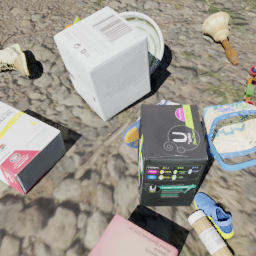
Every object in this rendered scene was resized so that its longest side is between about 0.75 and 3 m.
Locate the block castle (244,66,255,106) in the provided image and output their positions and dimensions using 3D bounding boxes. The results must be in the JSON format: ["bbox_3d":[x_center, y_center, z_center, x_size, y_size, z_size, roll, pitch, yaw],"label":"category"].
[{"bbox_3d":[5.050,-1.348,10.456,1.247,0.876,1.866,13,69,10],"label":"block castle"}]

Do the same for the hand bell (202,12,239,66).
[{"bbox_3d":[4.607,-4.003,13.181,1.393,1.393,2.676,-10,62,-8],"label":"hand bell"}]

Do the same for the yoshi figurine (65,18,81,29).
[{"bbox_3d":[-1.904,-4.104,13.223,1.507,1.513,2.692,14,21,-39],"label":"yoshi figurine"}]

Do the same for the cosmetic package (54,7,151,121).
[{"bbox_3d":[-0.773,-2.225,10.049,2.273,2.755,2.271,-35,59,-15],"label":"cosmetic package"}]

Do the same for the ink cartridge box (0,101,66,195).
[{"bbox_3d":[-3.727,0.529,8.957,2.713,1.131,1.969,24,53,20],"label":"ink cartridge box"}]

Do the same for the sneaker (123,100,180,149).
[{"bbox_3d":[0.750,-0.174,9.890,2.571,0.968,1.133,-28,38,-26],"label":"sneaker"}]

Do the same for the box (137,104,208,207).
[{"bbox_3d":[1.071,0.821,7.789,1.552,2.497,1.854,0,49,0],"label":"box"}]

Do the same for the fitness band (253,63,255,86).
[{"bbox_3d":[6.362,-2.031,11.626,2.078,0.541,2.893,2,50,2],"label":"fitness band"}]

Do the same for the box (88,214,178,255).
[{"bbox_3d":[-0.249,3.569,6.078,1.672,1.425,2.616,24,53,20],"label":"box"}]

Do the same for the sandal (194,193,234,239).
[{"bbox_3d":[2.406,2.317,7.751,0.559,0.612,1.405,-29,53,-21],"label":"sandal"}]

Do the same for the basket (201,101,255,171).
[{"bbox_3d":[3.450,0.269,8.771,2.215,1.748,2.513,-9,39,-9],"label":"basket"}]

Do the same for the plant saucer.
[{"bbox_3d":[0.094,-3.379,11.964,2.919,2.919,0.733,12,5,10],"label":"plant saucer"}]

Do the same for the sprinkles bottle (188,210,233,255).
[{"bbox_3d":[2.157,2.875,7.329,0.483,0.483,1.415,-20,52,-17],"label":"sprinkles bottle"}]

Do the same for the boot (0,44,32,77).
[{"bbox_3d":[-5.283,-2.706,11.994,1.888,0.880,2.442,-22,46,-19],"label":"boot"}]
